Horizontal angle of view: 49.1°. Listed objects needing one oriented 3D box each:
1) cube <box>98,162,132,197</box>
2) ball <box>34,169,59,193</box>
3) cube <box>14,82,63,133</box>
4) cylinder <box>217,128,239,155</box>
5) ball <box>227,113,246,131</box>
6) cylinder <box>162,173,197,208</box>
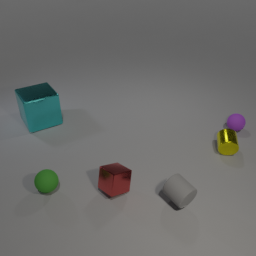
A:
[{"bbox_3d":[-0.396,1.510,8.307,0.700,0.700,0.700,-6,19,-41],"label":"cube"},{"bbox_3d":[-2.423,1.577,8.328,0.700,0.700,0.700,0,33,0],"label":"ball"},{"bbox_3d":[-3.667,-0.875,11.550,1.400,1.400,1.400,-19,38,-26],"label":"cube"},{"bbox_3d":[3.547,0.497,9.976,0.700,0.700,0.700,5,45,7],"label":"cylinder"},{"bbox_3d":[4.313,-0.231,11.171,0.700,0.700,0.700,0,33,0],"label":"ball"},{"bbox_3d":[1.449,1.759,7.854,0.700,0.700,0.700,-23,48,-31],"label":"cylinder"}]
